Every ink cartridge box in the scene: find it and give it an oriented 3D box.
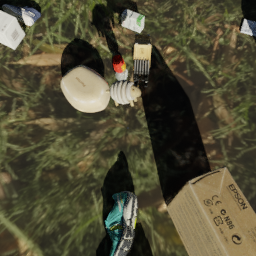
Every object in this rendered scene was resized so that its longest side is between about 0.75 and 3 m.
[{"bbox_3d":[0.179,-3.941,10.308,0.792,0.581,0.329,26,65,12],"label":"ink cartridge box"},{"bbox_3d":[2.038,2.504,6.074,1.012,2.219,2.694,-19,65,-15],"label":"ink cartridge box"}]

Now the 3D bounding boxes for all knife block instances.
[{"bbox_3d":[0.355,-1.741,7.448,0.434,1.192,1.357,4,35,0],"label":"knife block"}]

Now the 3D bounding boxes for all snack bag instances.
[{"bbox_3d":[4.658,-3.740,10.485,0.768,0.082,0.724,21,64,10],"label":"snack bag"}]

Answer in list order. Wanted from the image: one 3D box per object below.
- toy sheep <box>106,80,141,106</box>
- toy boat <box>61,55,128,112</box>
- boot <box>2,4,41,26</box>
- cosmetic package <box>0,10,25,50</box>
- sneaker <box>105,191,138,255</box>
[{"bbox_3d":[-0.131,-0.889,7.003,0.969,0.668,0.668,1,61,23],"label":"toy sheep"},{"bbox_3d":[-0.923,-1.392,8.884,2.184,1.015,1.836,-36,64,-8],"label":"toy boat"},{"bbox_3d":[-4.028,-4.395,10.644,1.370,0.498,0.619,30,60,5],"label":"boot"},{"bbox_3d":[-4.704,-3.635,9.734,1.880,1.061,0.763,28,77,4],"label":"cosmetic package"},{"bbox_3d":[-0.221,2.522,7.061,0.742,0.722,1.864,-1,56,20],"label":"sneaker"}]
